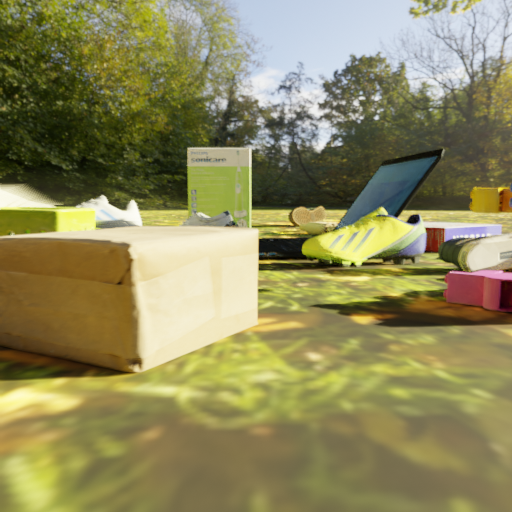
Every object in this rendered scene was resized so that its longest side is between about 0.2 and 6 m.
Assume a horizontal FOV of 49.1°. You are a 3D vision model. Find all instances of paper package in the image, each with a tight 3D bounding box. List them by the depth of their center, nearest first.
[{"bbox_3d":[-0.968,0.214,4.358,1.548,0.840,1.624,3,8,30],"label":"paper package"}]

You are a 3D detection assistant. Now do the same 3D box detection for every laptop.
[{"bbox_3d":[1.281,-1.062,11.296,3.816,1.971,3.382,-1,5,-5],"label":"laptop"}]

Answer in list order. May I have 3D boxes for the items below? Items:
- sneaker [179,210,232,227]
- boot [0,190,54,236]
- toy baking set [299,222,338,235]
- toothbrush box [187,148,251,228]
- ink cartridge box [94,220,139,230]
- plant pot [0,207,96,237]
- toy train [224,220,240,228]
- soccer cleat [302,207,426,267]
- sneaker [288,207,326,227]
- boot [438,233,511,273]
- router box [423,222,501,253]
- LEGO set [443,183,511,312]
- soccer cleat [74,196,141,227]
[{"bbox_3d":[-1.421,-0.659,13.042,1.894,0.671,0.692,-9,2,8],"label":"sneaker"},{"bbox_3d":[-3.678,-0.493,8.367,2.271,1.058,2.937,20,-4,-40],"label":"boot"},{"bbox_3d":[2.581,-0.807,17.033,2.396,0.363,3.122,0,5,-32],"label":"toy baking set"},{"bbox_3d":[-1.077,-1.897,16.646,1.836,2.521,1.085,-1,6,-2],"label":"toothbrush box"},{"bbox_3d":[-2.949,-0.445,11.328,1.083,0.449,0.789,1,-7,1],"label":"ink cartridge box"},{"bbox_3d":[-2.513,-0.067,6.408,1.082,0.981,1.076,1,5,6],"label":"plant pot"},{"bbox_3d":[-0.519,-0.572,12.385,0.245,0.328,0.575,46,4,22],"label":"toy train"},{"bbox_3d":[1.722,-0.309,8.941,2.235,0.935,0.723,-2,6,-23],"label":"soccer cleat"},{"bbox_3d":[1.728,-1.448,21.718,0.995,0.743,2.217,-12,0,40],"label":"sneaker"},{"bbox_3d":[3.677,-0.111,8.370,1.780,0.647,0.804,-2,12,-14],"label":"boot"},{"bbox_3d":[3.916,-0.439,12.245,2.104,0.514,1.889,-4,7,-36],"label":"router box"},{"bbox_3d":[3.196,-0.293,6.640,1.520,1.413,3.705,5,7,39],"label":"LEGO set"},{"bbox_3d":[-3.855,-0.804,12.550,2.528,1.091,0.883,-1,-7,-27],"label":"soccer cleat"}]
